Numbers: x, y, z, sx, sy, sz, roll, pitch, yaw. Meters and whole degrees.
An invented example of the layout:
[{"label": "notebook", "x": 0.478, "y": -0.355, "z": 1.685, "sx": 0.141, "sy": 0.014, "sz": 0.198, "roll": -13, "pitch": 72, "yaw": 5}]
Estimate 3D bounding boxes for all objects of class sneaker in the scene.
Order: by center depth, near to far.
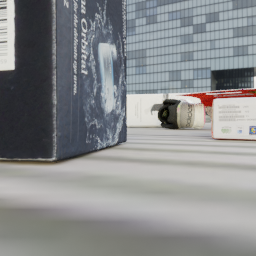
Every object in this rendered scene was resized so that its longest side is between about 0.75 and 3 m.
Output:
[{"label": "sneaker", "x": 1.049, "y": -0.339, "z": 6.363, "sx": 0.847, "sy": 0.714, "sz": 1.937, "roll": 6, "pitch": 5, "yaw": -7}]

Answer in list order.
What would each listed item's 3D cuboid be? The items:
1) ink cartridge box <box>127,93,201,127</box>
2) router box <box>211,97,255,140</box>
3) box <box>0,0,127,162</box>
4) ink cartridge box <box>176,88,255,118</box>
[{"label": "ink cartridge box", "x": 0.980, "y": -0.504, "z": 8.517, "sx": 2.293, "sy": 0.960, "sz": 1.654, "roll": 0, "pitch": 1, "yaw": 6}, {"label": "router box", "x": 1.656, "y": -0.082, "z": 2.675, "sx": 1.457, "sy": 0.356, "sz": 1.307, "roll": 1, "pitch": 1, "yaw": 27}, {"label": "box", "x": -0.421, "y": -0.415, "z": 1.543, "sx": 0.637, "sy": 1.067, "sz": 1.085, "roll": 0, "pitch": 1, "yaw": 13}, {"label": "ink cartridge box", "x": 2.297, "y": -0.308, "z": 5.373, "sx": 2.243, "sy": 0.530, "sz": 1.795, "roll": 5, "pitch": -1, "yaw": -38}]
